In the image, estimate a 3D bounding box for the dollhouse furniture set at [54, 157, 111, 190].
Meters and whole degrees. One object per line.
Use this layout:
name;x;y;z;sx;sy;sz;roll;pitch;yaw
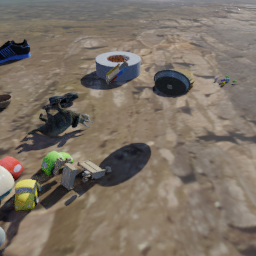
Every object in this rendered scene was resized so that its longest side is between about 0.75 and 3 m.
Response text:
dollhouse furniture set;-1.438;1.391;8.808;1.174;0.672;1.376;28;19;35

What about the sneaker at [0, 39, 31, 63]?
sneaker;-7.638;-4.854;17.551;2.913;1.135;1.022;-19;38;-28

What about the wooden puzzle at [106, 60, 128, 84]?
wooden puzzle;-0.346;-1.762;8.876;0.971;0.168;1.440;-40;20;14

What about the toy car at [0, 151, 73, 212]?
toy car;-2.812;1.246;8.705;2.312;0.548;2.457;-25;41;-33

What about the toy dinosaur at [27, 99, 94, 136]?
toy dinosaur;-2.672;-0.251;10.620;2.449;0.942;1.252;-26;73;-14

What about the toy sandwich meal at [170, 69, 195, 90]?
toy sandwich meal;2.567;-2.511;14.482;1.893;0.648;1.893;-1;30;1

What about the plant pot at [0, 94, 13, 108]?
plant pot;-5.613;-1.173;12.580;0.847;0.391;0.847;1;33;0

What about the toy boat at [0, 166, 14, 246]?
toy boat;-3.877;1.996;7.199;2.170;1.199;2.581;-20;30;-35

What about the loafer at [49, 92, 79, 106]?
loafer;-2.894;-1.263;12.759;1.362;0.489;0.428;-12;55;-7

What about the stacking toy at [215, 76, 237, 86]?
stacking toy;5.151;-2.510;14.829;0.941;0.221;0.710;-10;36;-18

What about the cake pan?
cake pan;1.594;-1.623;10.341;1.387;1.387;0.254;11;65;16

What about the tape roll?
tape roll;-0.551;-3.526;15.788;2.545;0.841;2.545;0;34;0
